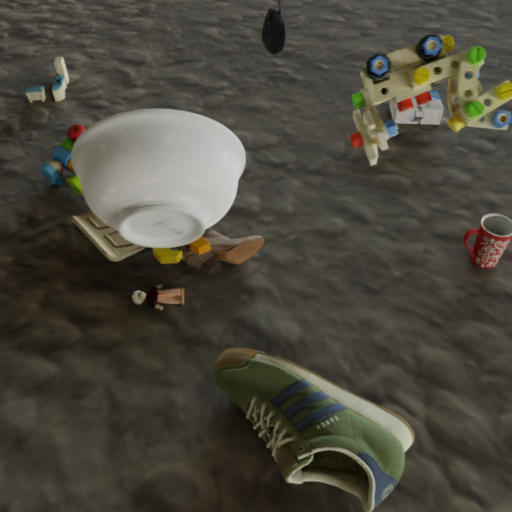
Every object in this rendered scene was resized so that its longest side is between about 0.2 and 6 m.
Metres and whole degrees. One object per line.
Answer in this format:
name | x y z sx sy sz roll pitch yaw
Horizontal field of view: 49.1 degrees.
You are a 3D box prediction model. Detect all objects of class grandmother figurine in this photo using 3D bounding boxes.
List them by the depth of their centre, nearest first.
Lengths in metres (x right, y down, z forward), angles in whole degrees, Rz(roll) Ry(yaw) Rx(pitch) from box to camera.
grandmother figurine | -1.705 0.699 9.721 0.878 0.266 0.532 -2 38 -6

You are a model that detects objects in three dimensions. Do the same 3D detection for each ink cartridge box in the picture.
ink cartridge box | 3.869 -3.609 13.598 1.119 0.481 0.819 1 46 2

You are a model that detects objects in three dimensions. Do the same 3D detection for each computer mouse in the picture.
computer mouse | 0.360 -4.963 11.277 0.370 2.174 0.637 -16 61 -12

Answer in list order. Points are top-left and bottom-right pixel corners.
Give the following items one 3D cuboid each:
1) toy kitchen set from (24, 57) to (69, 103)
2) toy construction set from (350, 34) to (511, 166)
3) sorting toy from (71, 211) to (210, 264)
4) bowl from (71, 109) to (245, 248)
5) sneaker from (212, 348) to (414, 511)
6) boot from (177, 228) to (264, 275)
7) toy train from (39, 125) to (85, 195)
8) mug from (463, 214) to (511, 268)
toy kitchen set | -5.379 -4.506 14.326 0.888 0.653 1.108 -5 47 -4
toy construction set | 2.702 -2.562 9.203 2.825 1.853 1.302 -20 6 -8
sorting toy | -2.092 -0.445 10.544 1.930 0.347 2.591 -26 42 -27
bowl | -1.262 -0.802 7.423 2.343 2.343 1.053 -3 66 -3
sneaker | 0.555 2.358 7.610 2.983 1.000 1.339 21 45 15
boot | -0.724 -0.243 10.441 1.444 0.507 1.056 -28 51 -24
toy train | -3.373 -1.760 11.652 2.192 0.928 1.268 28 63 23
mug | 4.171 -0.273 10.190 0.786 0.886 0.591 17 50 16
